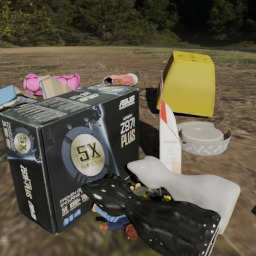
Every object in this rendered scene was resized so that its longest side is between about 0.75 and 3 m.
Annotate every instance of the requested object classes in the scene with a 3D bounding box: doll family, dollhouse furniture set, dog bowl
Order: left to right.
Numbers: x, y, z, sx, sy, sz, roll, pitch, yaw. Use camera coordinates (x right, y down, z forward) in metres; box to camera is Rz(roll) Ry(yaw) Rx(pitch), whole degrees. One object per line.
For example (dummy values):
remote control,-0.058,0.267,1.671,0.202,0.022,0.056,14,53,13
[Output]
dollhouse furniture set,-3.625,-0.561,10.789,2.729,1.781,2.576,-18,-4,7
doll family,0.236,1.663,5.510,1.920,0.754,1.110,-21,33,-33
dog bowl,2.408,0.328,9.179,1.830,0.537,1.830,1,20,0

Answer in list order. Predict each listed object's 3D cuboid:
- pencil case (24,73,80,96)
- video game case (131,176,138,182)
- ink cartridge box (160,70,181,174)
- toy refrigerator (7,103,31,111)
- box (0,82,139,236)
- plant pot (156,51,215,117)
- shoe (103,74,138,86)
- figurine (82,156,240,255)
pencil case,-4.145,-2.445,15.493,2.954,1.340,1.384,1,51,2
video game case,0.130,1.141,7.643,0.830,0.106,0.750,16,26,35
ink cartridge box,1.165,-0.197,7.782,0.626,2.498,2.026,2,21,5
toy refrigerator,-3.649,-0.502,10.918,1.912,0.669,0.726,-22,66,-44
box,-1.017,0.448,6.183,1.220,2.320,2.833,16,28,34
plant pot,2.568,-2.059,12.145,2.363,2.084,2.363,8,28,3
shoe,-0.528,-2.948,17.568,2.197,0.785,1.000,10,24,38
figurine,0.693,1.272,5.304,2.307,1.018,2.364,22,21,28
